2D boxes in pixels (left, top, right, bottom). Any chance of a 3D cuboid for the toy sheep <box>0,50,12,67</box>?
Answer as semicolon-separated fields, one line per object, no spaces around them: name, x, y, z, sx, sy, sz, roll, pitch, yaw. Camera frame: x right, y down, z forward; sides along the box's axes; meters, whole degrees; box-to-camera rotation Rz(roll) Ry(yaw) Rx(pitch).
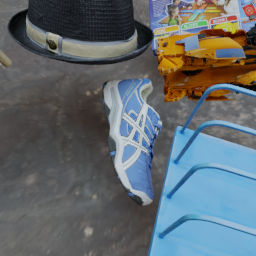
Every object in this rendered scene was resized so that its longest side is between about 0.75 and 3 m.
toy sheep;-2.547;-1.323;4.170;1.853;1.277;1.277;25;61;30

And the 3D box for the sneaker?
sneaker;0.179;0.148;5.394;1.000;0.983;2.597;-14;74;9

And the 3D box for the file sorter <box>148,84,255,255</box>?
file sorter;1.328;0.889;3.385;1.640;1.450;2.363;17;59;2

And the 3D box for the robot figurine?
robot figurine;1.995;-1.078;5.095;2.798;2.028;0.814;0;65;15

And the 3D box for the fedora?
fedora;-0.860;-2.344;5.238;2.907;1.328;2.907;4;40;-4

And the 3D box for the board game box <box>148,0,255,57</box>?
board game box;1.905;-2.962;7.221;2.680;0.462;1.814;-5;79;13
